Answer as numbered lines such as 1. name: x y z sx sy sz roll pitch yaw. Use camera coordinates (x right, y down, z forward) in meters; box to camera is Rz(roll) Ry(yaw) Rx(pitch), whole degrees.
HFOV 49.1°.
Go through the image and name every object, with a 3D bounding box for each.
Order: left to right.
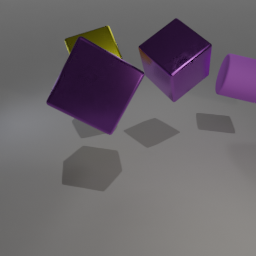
1. cube: -0.703 -0.910 5.870 1.400 1.400 1.400 27 9 -15
2. cube: -0.990 -2.033 8.743 1.400 1.400 1.400 -20 74 -6
3. cube: 1.339 -1.891 7.955 1.400 1.400 1.400 -39 64 -6
4. cylinder: 3.866 -1.666 9.456 1.400 1.400 1.400 14 30 3
